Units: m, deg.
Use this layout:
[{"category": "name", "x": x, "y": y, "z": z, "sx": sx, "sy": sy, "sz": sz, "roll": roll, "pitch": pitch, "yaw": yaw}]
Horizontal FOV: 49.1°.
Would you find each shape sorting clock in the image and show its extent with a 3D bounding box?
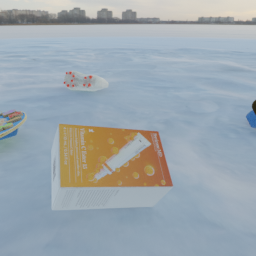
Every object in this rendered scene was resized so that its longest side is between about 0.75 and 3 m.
[{"category": "shape sorting clock", "x": -3.834, "y": -0.002, "z": 7.423, "sx": 2.276, "sy": 0.446, "sz": 2.276, "roll": -8, "pitch": 22, "yaw": 3}]

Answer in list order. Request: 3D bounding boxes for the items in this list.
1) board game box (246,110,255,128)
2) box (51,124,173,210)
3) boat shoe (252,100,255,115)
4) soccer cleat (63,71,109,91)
[{"category": "board game box", "x": 4.098, "y": -0.264, "z": 8.764, "sx": 0.634, "sy": 0.156, "sz": 0.803, "roll": -23, "pitch": 42, "yaw": 16}, {"category": "box", "x": -0.325, "y": 0.677, "z": 4.728, "sx": 1.802, "sy": 0.878, "sz": 1.121, "roll": 4, "pitch": 53, "yaw": -22}, {"category": "boat shoe", "x": 4.050, "y": -0.329, "z": 8.261, "sx": 0.398, "sy": 0.444, "sz": 1.200, "roll": 6, "pitch": 59, "yaw": -13}, {"category": "soccer cleat", "x": -1.983, "y": -2.057, "z": 12.697, "sx": 2.591, "sy": 0.898, "sz": 1.005, "roll": 16, "pitch": 4, "yaw": 44}]
